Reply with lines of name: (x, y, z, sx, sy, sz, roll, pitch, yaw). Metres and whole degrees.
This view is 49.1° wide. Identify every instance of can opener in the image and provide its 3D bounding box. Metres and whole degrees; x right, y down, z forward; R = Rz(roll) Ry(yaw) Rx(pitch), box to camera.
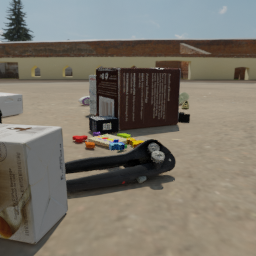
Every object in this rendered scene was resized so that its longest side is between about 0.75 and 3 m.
can opener: (-0.155, 0.820, 5.596, 2.500, 0.983, 0.792, -10, 54, -28)

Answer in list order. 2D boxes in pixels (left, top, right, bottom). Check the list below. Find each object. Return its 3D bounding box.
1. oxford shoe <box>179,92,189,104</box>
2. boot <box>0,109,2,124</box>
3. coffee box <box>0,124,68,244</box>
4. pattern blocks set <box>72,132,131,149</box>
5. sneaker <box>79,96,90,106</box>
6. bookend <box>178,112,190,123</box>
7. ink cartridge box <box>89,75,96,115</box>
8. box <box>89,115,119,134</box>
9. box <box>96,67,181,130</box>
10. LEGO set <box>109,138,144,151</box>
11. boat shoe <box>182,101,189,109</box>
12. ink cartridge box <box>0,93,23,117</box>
oxford shoe: (3.079, -1.753, 17.915, 2.164, 0.814, 0.625, -20, -20, -38)
boot: (-4.260, -0.475, 8.408, 0.966, 1.919, 2.566, -6, 13, -27)
coffee box: (-2.258, 0.683, 4.177, 2.471, 1.413, 0.985, 2, 13, 16)
pattern blocks set: (-0.614, 0.393, 8.573, 1.710, 0.158, 1.946, -9, 15, -37)
sneaker: (-2.311, -1.863, 18.075, 1.860, 0.696, 0.926, -9, 15, -36)
bookend: (2.422, -0.522, 12.371, 0.790, 0.364, 0.785, 6, 16, 26)
ink cartridge box: (-0.997, -1.659, 13.918, 1.432, 1.980, 1.439, -8, 14, -34)
box: (-0.874, -0.122, 10.109, 0.871, 0.537, 0.864, -5, 13, -23)
box: (0.346, -1.335, 11.617, 2.799, 2.299, 2.322, -6, 13, -27)
LEGO set: (-0.007, 0.536, 6.851, 1.578, 0.602, 0.648, -3, 12, -20)
boat shoe: (3.390, -1.355, 16.401, 0.443, 0.382, 1.213, 4, 12, 19)
ink cartridge box: (-6.812, -1.193, 13.956, 2.471, 1.058, 1.824, 8, 14, 24)
